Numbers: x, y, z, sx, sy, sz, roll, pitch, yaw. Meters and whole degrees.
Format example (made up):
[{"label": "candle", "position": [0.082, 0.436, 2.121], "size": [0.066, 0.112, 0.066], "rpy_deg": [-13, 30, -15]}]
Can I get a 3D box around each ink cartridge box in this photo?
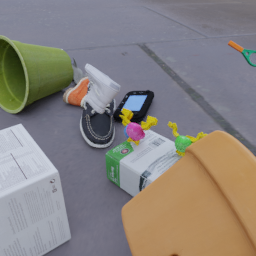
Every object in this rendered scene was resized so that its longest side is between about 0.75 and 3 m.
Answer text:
[{"label": "ink cartridge box", "position": [0.725, 1.017, 6.540], "size": [2.078, 0.863, 1.523], "rpy_deg": [28, 42, 36]}]

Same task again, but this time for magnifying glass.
[{"label": "magnifying glass", "position": [3.715, -2.371, 8.850], "size": [1.242, 0.494, 0.139], "rpy_deg": [32, -7, -3]}]

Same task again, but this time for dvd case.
[{"label": "dvd case", "position": [-3.744, -3.335, 13.609], "size": [1.721, 0.185, 2.315], "rpy_deg": [-15, 37, -21]}]

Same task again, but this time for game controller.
[{"label": "game controller", "position": [0.232, -0.796, 9.639], "size": [1.056, 0.426, 2.025], "rpy_deg": [9, 34, 13]}]

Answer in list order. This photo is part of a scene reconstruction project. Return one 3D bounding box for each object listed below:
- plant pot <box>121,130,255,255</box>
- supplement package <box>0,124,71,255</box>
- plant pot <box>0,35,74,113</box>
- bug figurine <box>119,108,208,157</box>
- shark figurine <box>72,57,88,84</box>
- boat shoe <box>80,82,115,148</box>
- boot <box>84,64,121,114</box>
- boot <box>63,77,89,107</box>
[{"label": "plant pot", "position": [1.128, 1.644, 4.221], "size": [1.903, 2.719, 2.719], "rpy_deg": [-25, 37, 1]}, {"label": "supplement package", "position": [-2.623, 1.449, 5.009], "size": [2.454, 1.862, 1.848], "rpy_deg": [-23, 40, -30]}, {"label": "plant pot", "position": [-3.320, -2.016, 10.023], "size": [2.530, 2.530, 2.403], "rpy_deg": [24, 29, 31]}, {"label": "bug figurine", "position": [0.821, 0.290, 6.793], "size": [2.674, 2.074, 0.688], "rpy_deg": [18, 83, 18]}, {"label": "shark figurine", "position": [-2.527, -2.573, 11.885], "size": [2.199, 0.918, 1.314], "rpy_deg": [22, 39, 27]}, {"label": "boat shoe", "position": [-0.875, -0.633, 8.748], "size": [1.069, 0.873, 2.894], "rpy_deg": [9, 41, -10]}, {"label": "boot", "position": [-0.762, -0.889, 6.252], "size": [0.597, 0.775, 1.622], "rpy_deg": [29, 10, -31]}, {"label": "boot", "position": [-1.561, -1.304, 10.324], "size": [0.879, 0.615, 1.640], "rpy_deg": [20, 44, 16]}]
